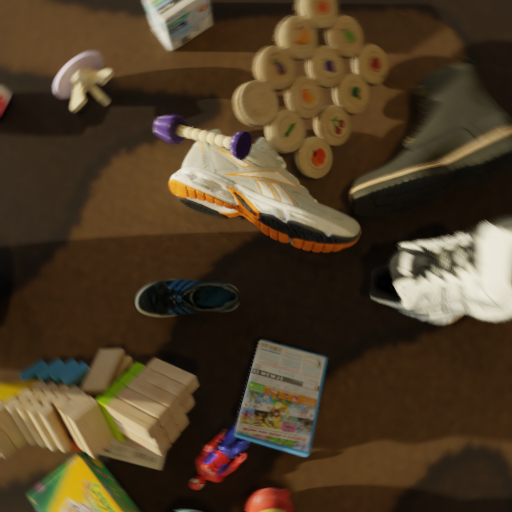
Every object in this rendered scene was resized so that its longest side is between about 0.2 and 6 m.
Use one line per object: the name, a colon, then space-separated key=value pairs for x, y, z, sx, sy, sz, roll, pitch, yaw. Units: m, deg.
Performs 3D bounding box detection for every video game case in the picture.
video game case: x=0.429 y=2.260 z=9.064 sx=1.193 sy=0.148 sz=1.667 roll=15 pitch=57 yaw=2
video game case: x=-2.116 y=2.846 z=9.537 sx=1.360 sy=0.150 sz=1.240 roll=14 pitch=81 yaw=3

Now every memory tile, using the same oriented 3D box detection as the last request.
memory tile: x=1.052 y=-3.028 z=9.787 sx=2.242 sy=0.246 sz=2.925 roll=38 pitch=75 yaw=-26

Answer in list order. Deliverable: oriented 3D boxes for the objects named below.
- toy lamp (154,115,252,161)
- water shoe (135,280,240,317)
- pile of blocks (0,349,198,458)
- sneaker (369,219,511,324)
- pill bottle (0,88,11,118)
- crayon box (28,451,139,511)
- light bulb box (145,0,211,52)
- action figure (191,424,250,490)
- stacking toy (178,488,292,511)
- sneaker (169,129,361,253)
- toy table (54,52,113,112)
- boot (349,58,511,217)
toy lamp: x=-0.971 y=-2.052 z=9.583 sx=1.864 sy=0.542 sz=0.542 roll=20 pitch=80 yaw=31
water shoe: x=-1.198 y=0.674 z=9.602 sx=1.822 sy=0.719 sz=0.652 roll=-4 pitch=81 yaw=-1
pile of blocks: x=-2.774 y=2.521 z=9.177 sx=3.923 sy=1.610 sz=1.219 roll=-2 pitch=125 yaw=14
sneaker: x=2.787 y=0.294 z=8.269 sx=1.456 sy=3.322 sz=1.256 roll=14 pitch=68 yaw=-11
pill bottle: x=-4.900 y=-2.703 z=10.296 sx=0.455 sy=0.455 sz=0.811 roll=22 pitch=81 yaw=4
crayon box: x=-2.631 y=4.212 z=9.053 sx=1.083 sy=0.531 sz=1.824 roll=-40 pitch=84 yaw=0
light bulb box: x=-1.412 y=-4.500 z=10.313 sx=0.997 sy=1.006 sz=0.628 roll=-36 pitch=82 yaw=-5
action figure: x=-0.433 y=3.197 z=9.356 sx=0.587 sy=0.463 sz=1.793 roll=43 pitch=85 yaw=1
stacking toy: x=-0.351 y=4.897 z=9.063 sx=2.376 sy=1.004 sz=2.151 roll=-13 pitch=107 yaw=1
sneaker: x=0.305 y=-1.225 z=9.695 sx=3.391 sy=1.284 sz=1.560 roll=21 pitch=75 yaw=1
toy table: x=-3.112 y=-3.138 z=10.197 sx=1.038 sy=0.954 sz=0.608 roll=-46 pitch=67 yaw=17
boot: x=2.872 y=-2.123 z=10.036 sx=3.136 sy=1.215 sz=2.169 roll=-19 pitch=68 yaw=-3
